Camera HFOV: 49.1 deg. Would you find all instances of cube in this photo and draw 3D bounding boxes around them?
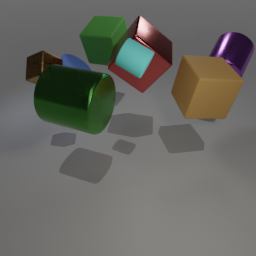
[{"bbox_3d":[-0.888,-3.534,11.380,1.400,1.400,1.400,12,55,22],"label":"cube"},{"bbox_3d":[0.401,-2.247,8.630,1.400,1.400,1.400,32,40,-21],"label":"cube"},{"bbox_3d":[2.325,-1.236,8.517,1.400,1.400,1.400,0,41,-15],"label":"cube"},{"bbox_3d":[-2.294,-1.599,7.689,0.700,0.700,0.700,-9,-15,33],"label":"cube"}]

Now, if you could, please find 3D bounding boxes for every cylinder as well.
[{"bbox_3d":[3.706,-2.524,10.308,1.400,1.400,1.400,20,68,29],"label":"cylinder"},{"bbox_3d":[-1.193,-0.676,6.526,1.400,1.400,1.400,14,34,18],"label":"cylinder"},{"bbox_3d":[-2.337,-1.944,11.089,1.400,1.400,1.400,31,31,-21],"label":"cylinder"},{"bbox_3d":[0.157,-1.664,6.688,0.700,0.700,0.700,30,35,1],"label":"cylinder"}]
